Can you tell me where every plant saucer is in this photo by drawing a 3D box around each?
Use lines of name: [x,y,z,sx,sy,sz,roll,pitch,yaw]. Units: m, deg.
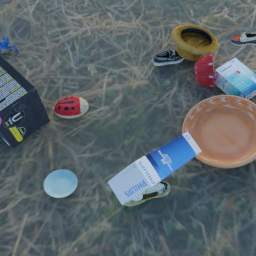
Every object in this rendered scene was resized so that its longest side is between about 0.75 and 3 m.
plant saucer: [3.141,0.118,9.142,2.662,0.498,2.662,-8,57,13]
plant saucer: [-2.048,1.731,8.559,1.010,0.194,1.010,3,45,-3]

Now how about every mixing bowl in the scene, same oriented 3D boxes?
mixing bowl: [2.852,-2.104,10.448,0.682,1.258,1.258,-4,58,17]

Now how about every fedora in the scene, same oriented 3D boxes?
fedora: [2.578,-3.291,11.151,2.054,0.838,2.054,8,51,-9]

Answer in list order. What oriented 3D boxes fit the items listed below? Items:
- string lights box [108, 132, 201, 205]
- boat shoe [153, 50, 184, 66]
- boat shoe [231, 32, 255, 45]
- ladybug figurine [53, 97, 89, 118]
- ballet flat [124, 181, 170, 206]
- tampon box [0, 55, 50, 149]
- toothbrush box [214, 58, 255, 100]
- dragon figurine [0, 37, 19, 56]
string lights box: [0.792,1.028,7.540,2.488,1.278,0.734,-22,75,-47]
boat shoe: [1.693,-2.860,11.191,1.449,0.461,0.512,-17,62,-15]
boat shoe: [3.458,-2.598,8.065,1.052,0.329,0.374,20,66,42]
ladybug figurine: [-2.055,-0.777,10.003,1.261,0.454,0.856,-10,60,-6]
ballet flat: [0.524,1.922,8.395,1.568,0.554,0.554,-12,60,-7]
tampon box: [-4.180,-1.004,9.257,2.593,1.943,1.637,41,68,21]
toothbrush box: [4.080,-1.743,10.447,1.110,0.647,1.516,-30,64,-18]
dragon figurine: [-5.132,-3.416,11.553,0.756,0.448,1.521,-39,67,-20]
